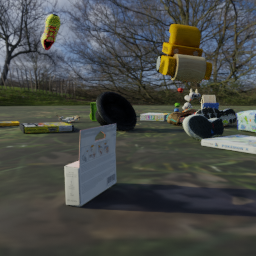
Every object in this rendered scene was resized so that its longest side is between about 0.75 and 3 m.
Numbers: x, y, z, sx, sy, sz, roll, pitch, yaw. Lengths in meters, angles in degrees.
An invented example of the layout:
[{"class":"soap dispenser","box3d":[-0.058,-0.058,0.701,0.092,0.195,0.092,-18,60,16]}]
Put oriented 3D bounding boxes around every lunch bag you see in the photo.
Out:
[{"class":"lunch bag","box3d":[4.546,-0.261,9.594,1.237,0.788,1.052,-12,9,-16]}]

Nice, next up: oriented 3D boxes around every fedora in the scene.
[{"class":"fedora","box3d":[-0.554,-0.484,10.256,1.785,1.785,0.815,-6,-23,-47]}]

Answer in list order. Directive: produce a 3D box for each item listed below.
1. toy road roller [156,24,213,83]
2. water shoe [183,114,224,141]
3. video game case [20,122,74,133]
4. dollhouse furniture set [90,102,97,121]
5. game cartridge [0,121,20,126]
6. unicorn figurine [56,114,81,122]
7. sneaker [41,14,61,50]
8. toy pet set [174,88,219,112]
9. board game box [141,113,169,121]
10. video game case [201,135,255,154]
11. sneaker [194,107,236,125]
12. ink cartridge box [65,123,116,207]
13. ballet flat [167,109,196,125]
[{"class":"toy road roller","box3d":[2.290,-3.131,11.555,1.772,2.105,2.883,5,20,-8]},{"class":"water shoe","box3d":[1.957,0.055,7.787,0.756,0.685,1.917,-13,-12,43]},{"class":"video game case","box3d":[-2.961,-0.030,10.053,1.646,0.232,1.821,-3,6,-24]},{"class":"dollhouse furniture set","box3d":[-1.255,-0.926,15.206,1.247,0.963,2.495,3,6,20]},{"class":"game cartridge","box3d":[-5.193,-0.191,11.977,0.988,0.160,0.871,-4,7,-27]},{"class":"unicorn figurine","box3d":[-2.834,-0.431,13.575,0.740,0.398,1.077,-8,-13,29]},{"class":"sneaker","box3d":[-3.244,-4.002,11.862,0.656,0.758,1.679,7,-40,-26]},{"class":"toy pet set","box3d":[4.044,-1.091,16.738,2.385,1.356,2.554,2,-28,6]},{"class":"board game box","box3d":[1.516,-0.618,15.312,1.249,0.318,1.858,2,6,17]},{"class":"video game case","box3d":[2.774,0.353,6.544,1.564,0.172,1.426,-5,7,-38]},{"class":"sneaker","box3d":[3.443,-0.326,11.422,2.145,0.826,0.911,1,-13,-30]},{"class":"ink cartridge box","box3d":[-0.400,0.374,3.264,0.203,0.801,0.909,2,6,21]},{"class":"ballet flat","box3d":[2.577,-0.420,12.330,2.016,0.684,0.729,-6,29,-43]}]
